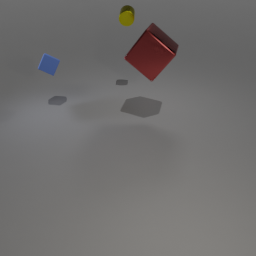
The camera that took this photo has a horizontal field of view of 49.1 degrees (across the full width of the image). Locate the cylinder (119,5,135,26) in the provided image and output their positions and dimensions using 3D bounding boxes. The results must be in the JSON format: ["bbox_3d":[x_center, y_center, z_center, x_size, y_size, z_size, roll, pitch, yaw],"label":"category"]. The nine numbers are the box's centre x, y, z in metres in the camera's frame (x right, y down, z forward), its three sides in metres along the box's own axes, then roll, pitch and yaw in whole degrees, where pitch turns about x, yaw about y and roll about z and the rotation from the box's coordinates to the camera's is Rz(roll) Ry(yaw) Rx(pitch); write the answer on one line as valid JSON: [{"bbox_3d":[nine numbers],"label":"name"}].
[{"bbox_3d":[-0.043,-5.053,12.613,0.700,0.700,0.700,2,44,3],"label":"cylinder"}]

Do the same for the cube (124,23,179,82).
[{"bbox_3d":[0.929,-2.921,10.745,1.400,1.400,1.400,39,32,-8],"label":"cube"}]

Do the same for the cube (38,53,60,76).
[{"bbox_3d":[-3.410,-2.753,12.128,0.700,0.700,0.700,23,9,-18],"label":"cube"}]
